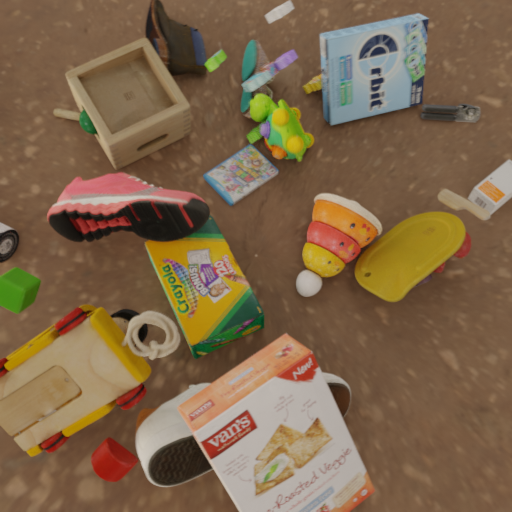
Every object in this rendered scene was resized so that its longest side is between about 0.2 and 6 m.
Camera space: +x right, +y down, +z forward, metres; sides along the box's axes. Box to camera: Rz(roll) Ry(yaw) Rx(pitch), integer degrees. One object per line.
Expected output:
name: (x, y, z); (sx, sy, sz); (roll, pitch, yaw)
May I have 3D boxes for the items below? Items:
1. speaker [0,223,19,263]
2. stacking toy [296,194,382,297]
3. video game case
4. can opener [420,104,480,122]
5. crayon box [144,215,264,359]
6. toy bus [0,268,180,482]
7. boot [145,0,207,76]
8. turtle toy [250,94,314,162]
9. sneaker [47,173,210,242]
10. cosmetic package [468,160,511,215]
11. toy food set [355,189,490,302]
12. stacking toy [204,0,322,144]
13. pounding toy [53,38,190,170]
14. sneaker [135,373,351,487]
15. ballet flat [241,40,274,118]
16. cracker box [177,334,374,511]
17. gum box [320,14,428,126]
speaker: (-4.926, -0.480, 9.610); (1.598, 0.649, 0.649); (24, 65, 12)
stacking toy: (1.203, -0.066, 9.324); (1.244, 1.244, 1.702); (27, 84, 14)
video game case: (-0.281, -1.526, 10.469); (1.160, 0.103, 0.830); (-37, 70, -18)
can opener: (3.854, -2.860, 11.139); (1.160, 0.309, 0.388); (4, 29, 3)
crayon box: (-0.854, 0.466, 9.088); (1.232, 0.604, 2.074); (-23, 62, -12)
toy bus: (-2.321, 1.395, 7.553); (2.823, 2.664, 1.459); (12, 22, 5)
boot: (-1.728, -4.592, 11.874); (1.102, 0.849, 2.273); (2, 58, -22)
turtle toy: (0.429, -2.367, 10.351); (0.733, 1.057, 1.451); (-27, 94, 26)
sneaker: (-2.022, -0.943, 9.020); (2.639, 0.972, 1.144); (0, 55, 10)
cosmetic package: (4.415, -1.242, 10.179); (1.015, 0.362, 0.515); (-37, 68, -19)
toy food set: (2.759, 0.016, 9.184); (2.343, 0.765, 1.379); (-37, 31, -8)
stacking toy: (0.286, -3.522, 10.704); (2.300, 0.541, 1.734); (-44, 114, -21)
pounding toy: (-2.610, -2.757, 10.564); (2.088, 1.484, 1.922); (-30, 79, -13)
sneaker: (-0.195, 2.116, 7.995); (3.130, 1.140, 1.325); (-8, 22, -22)
ballet flat: (0.043, -3.498, 11.302); (0.621, 0.629, 1.847); (16, 66, -28)
cracker box: (0.326, 2.485, 7.117); (1.672, 2.497, 0.720); (-32, 23, -15)
gum box: (2.230, -3.527, 10.651); (1.963, 1.668, 0.437); (-15, 39, -7)
